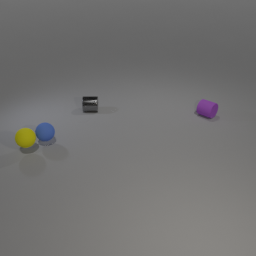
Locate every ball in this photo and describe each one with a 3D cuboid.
[{"bbox_3d":[-3.060,0.146,10.340,0.700,0.700,0.700,0,29,0],"label":"ball"},{"bbox_3d":[-3.596,0.346,9.825,0.700,0.700,0.700,0,29,0],"label":"ball"}]

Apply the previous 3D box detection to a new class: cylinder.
[{"bbox_3d":[-1.734,-1.111,12.959,0.700,0.700,0.700,-1,29,-3],"label":"cylinder"},{"bbox_3d":[3.551,-0.866,12.529,0.700,0.700,0.700,-26,38,-38],"label":"cylinder"}]
